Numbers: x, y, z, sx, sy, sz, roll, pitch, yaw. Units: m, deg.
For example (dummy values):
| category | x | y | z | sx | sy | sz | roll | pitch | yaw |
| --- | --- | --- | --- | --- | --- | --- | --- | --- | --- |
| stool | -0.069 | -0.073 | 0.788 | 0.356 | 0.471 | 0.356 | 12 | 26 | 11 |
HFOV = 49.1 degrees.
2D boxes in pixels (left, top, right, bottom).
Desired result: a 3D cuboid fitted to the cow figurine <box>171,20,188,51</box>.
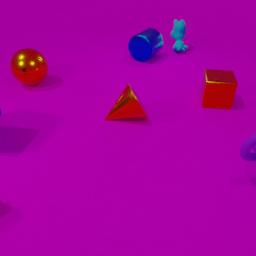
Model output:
| category | x | y | z | sx | sy | sz | roll | pitch | yaw |
| --- | --- | --- | --- | --- | --- | --- | --- | --- | --- |
| cow figurine | 2.205 | -3.906 | 11.954 | 0.653 | 1.189 | 1.170 | -2 | 45 | -9 |

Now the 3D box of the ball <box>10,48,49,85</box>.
| category | x | y | z | sx | sy | sz | roll | pitch | yaw |
| --- | --- | --- | --- | --- | --- | --- | --- | --- | --- |
| ball | -3.344 | -2.074 | 9.506 | 1.244 | 1.244 | 1.244 | 0 | 37 | 0 |

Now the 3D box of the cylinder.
| category | x | y | z | sx | sy | sz | roll | pitch | yaw |
| --- | --- | --- | --- | --- | --- | --- | --- | --- | --- |
| cylinder | 0.728 | -3.392 | 11.398 | 1.082 | 1.082 | 1.082 | 20 | 41 | 24 |

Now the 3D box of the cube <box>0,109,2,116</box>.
| category | x | y | z | sx | sy | sz | roll | pitch | yaw |
| --- | --- | --- | --- | --- | --- | --- | --- | --- | --- |
| cube | -3.937 | -0.494 | 6.731 | 1.119 | 1.119 | 1.119 | 12 | 45 | 4 |

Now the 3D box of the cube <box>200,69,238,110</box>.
| category | x | y | z | sx | sy | sz | roll | pitch | yaw |
| --- | --- | --- | --- | --- | --- | --- | --- | --- | --- |
| cube | 2.769 | -1.208 | 8.653 | 0.902 | 0.902 | 0.902 | 5 | 37 | 7 |

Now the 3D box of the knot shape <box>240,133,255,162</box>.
| category | x | y | z | sx | sy | sz | roll | pitch | yaw |
| --- | --- | --- | --- | --- | --- | --- | --- | --- | --- |
| knot shape | 2.901 | 0.520 | 5.726 | 1.245 | 1.165 | 0.575 | 15 | 79 | 12 |

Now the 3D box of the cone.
| category | x | y | z | sx | sy | sz | roll | pitch | yaw |
| --- | --- | --- | --- | --- | --- | --- | --- | --- | --- |
| cone | -0.193 | -0.521 | 8.010 | 1.144 | 1.139 | 1.139 | -30 | 38 | 8 |
